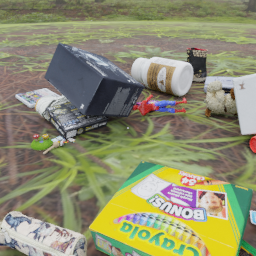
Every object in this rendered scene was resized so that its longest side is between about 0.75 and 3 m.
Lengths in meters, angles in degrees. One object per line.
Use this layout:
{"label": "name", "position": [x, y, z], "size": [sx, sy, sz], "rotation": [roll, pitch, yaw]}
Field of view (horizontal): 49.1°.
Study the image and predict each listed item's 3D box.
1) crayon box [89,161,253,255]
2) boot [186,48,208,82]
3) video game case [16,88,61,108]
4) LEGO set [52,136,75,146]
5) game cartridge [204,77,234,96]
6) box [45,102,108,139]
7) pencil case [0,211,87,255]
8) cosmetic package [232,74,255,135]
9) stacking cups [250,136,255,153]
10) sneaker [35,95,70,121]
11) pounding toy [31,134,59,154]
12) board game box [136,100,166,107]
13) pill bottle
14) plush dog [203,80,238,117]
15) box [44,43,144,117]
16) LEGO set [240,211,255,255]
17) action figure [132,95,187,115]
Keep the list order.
{"label": "crayon box", "position": [0.858, 1.701, 5.233], "size": [2.384, 0.695, 2.057], "rotation": [11, 35, 28]}
{"label": "boot", "position": [3.177, -3.406, 14.954], "size": [2.238, 1.685, 0.819], "rotation": [14, 29, 26]}
{"label": "video game case", "position": [-3.968, -1.352, 12.471], "size": [1.484, 0.187, 1.629], "rotation": [-20, 34, -36]}
{"label": "LEGO set", "position": [-2.036, 0.356, 8.949], "size": [0.581, 0.191, 0.778], "rotation": [-21, 30, -38]}
{"label": "game cartridge", "position": [5.077, -2.009, 13.487], "size": [2.665, 0.545, 1.774], "rotation": [8, 31, 16]}
{"label": "box", "position": [-1.781, -0.391, 9.763], "size": [1.733, 0.426, 1.397], "rotation": [-21, 53, -36]}
{"label": "pencil case", "position": [-1.512, 2.014, 4.959], "size": [1.689, 0.657, 0.756], "rotation": [11, -1, 21]}
{"label": "cosmetic package", "position": [4.497, -0.909, 8.813], "size": [1.778, 1.767, 2.125], "rotation": [-8, 6, 32]}
{"label": "stacking cups", "position": [4.946, 0.328, 8.486], "size": [2.543, 0.769, 0.769], "rotation": [-12, 28, -16]}
{"label": "sneaker", "position": [-2.351, -0.803, 10.850], "size": [2.309, 0.873, 1.012], "rotation": [-24, 53, -37]}
{"label": "pounding toy", "position": [-2.607, 0.395, 8.627], "size": [0.866, 0.402, 0.669], "rotation": [19, 32, 35]}
{"label": "board game box", "position": [0.956, -0.951, 11.549], "size": [1.109, 0.179, 0.666], "rotation": [-14, 25, -39]}
{"label": "pill bottle", "position": [1.558, -2.545, 13.347], "size": [2.711, 1.550, 1.550], "rotation": [21, 33, 35]}
{"label": "plush dog", "position": [3.685, -0.933, 10.608], "size": [1.323, 1.540, 1.236], "rotation": [5, 58, 31]}
{"label": "box", "position": [-1.146, -1.615, 9.911], "size": [2.399, 1.432, 2.439], "rotation": [41, 23, 27]}
{"label": "LEGO set", "position": [2.875, 2.286, 4.957], "size": [2.623, 0.644, 1.960], "rotation": [11, 16, 18]}
{"label": "action figure", "position": [1.145, -0.925, 11.017], "size": [2.066, 0.674, 1.023], "rotation": [-4, 26, -7]}
